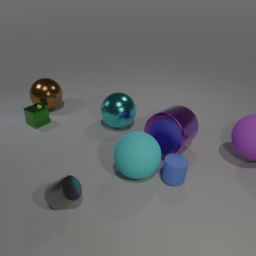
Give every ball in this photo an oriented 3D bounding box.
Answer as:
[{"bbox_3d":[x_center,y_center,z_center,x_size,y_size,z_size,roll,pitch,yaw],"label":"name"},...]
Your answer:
[{"bbox_3d":[-3.575,-1.483,12.251,1.400,1.400,1.400,0,30,0],"label":"ball"},{"bbox_3d":[-0.367,-0.685,10.886,1.400,1.400,1.400,0,30,0],"label":"ball"},{"bbox_3d":[3.921,0.272,8.612,1.400,1.400,1.400,0,30,0],"label":"ball"},{"bbox_3d":[0.280,0.801,8.305,1.400,1.400,1.400,0,30,0],"label":"ball"}]

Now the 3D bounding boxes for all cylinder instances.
[{"bbox_3d":[1.377,1.221,8.248,0.700,0.700,0.700,4,30,-2],"label":"cylinder"},{"bbox_3d":[-1.678,1.660,7.263,0.700,0.700,0.700,-30,15,32],"label":"cylinder"},{"bbox_3d":[1.468,0.047,9.361,1.400,1.400,1.400,18,23,28],"label":"cylinder"}]

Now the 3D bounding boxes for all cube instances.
[{"bbox_3d":[-3.650,-0.499,11.245,0.700,0.700,0.700,23,37,34],"label":"cube"}]
